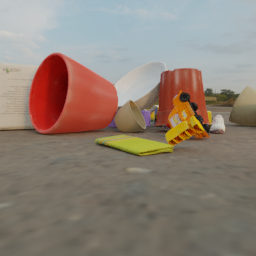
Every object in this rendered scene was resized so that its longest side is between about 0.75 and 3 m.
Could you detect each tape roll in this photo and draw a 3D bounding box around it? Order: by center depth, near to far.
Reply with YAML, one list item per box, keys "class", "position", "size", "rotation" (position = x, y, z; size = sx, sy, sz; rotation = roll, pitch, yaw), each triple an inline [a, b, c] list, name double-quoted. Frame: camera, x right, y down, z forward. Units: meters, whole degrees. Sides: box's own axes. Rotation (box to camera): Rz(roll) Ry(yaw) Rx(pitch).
- class: "tape roll"
  position: [-0.057, -0.446, 12.844]
  size: [2.164, 0.710, 2.164]
  rotation: [0, 5, 0]

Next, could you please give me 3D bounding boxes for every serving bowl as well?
- class: "serving bowl"
  position: [0.525, -1.511, 11.565]
  size: [2.818, 0.927, 2.818]
  rotation: [-27, 31, 17]

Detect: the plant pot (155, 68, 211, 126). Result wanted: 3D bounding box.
- class: "plant pot"
  position: [1.871, -1.027, 9.836]
  size: [1.931, 1.878, 1.931]
  rotation: [-2, -2, 0]

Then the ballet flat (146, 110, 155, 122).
- class: "ballet flat"
  position: [0.338, -0.795, 16.749]
  size: [2.553, 0.805, 0.876]
  rotation: [0, 6, 7]

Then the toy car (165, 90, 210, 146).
- class: "toy car"
  position: [1.195, -0.267, 6.846]
  size: [0.992, 1.463, 2.982]
  rotation: [-32, -14, 18]

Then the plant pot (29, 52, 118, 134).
- class: "plant pot"
  position: [-1.740, -0.980, 9.540]
  size: [2.283, 2.580, 2.580]
  rotation: [10, -4, -44]

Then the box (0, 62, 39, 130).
- class: "box"
  position: [-4.066, -1.236, 11.563]
  size: [2.842, 2.434, 2.828]
  rotation: [-1, 4, -26]

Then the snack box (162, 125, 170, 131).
- class: "snack box"
  position: [1.946, -0.045, 9.856]
  size: [0.915, 0.341, 1.287]
  rotation: [-3, 5, -32]

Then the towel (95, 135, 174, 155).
- class: "towel"
  position: [0.052, 0.363, 5.905]
  size: [0.822, 0.173, 1.911]
  rotation: [-8, 9, -30]

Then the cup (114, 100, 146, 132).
- class: "cup"
  position: [0.002, -0.299, 9.612]
  size: [0.796, 1.112, 1.112]
  rotation: [-28, -4, 17]

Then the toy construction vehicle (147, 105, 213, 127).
- class: "toy construction vehicle"
  position: [2.318, -0.589, 13.000]
  size: [2.355, 0.953, 2.705]
  rotation: [-1, 5, -18]

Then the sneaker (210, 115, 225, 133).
- class: "sneaker"
  position: [2.994, -0.141, 9.416]
  size: [0.453, 0.602, 1.210]
  rotation: [7, 7, 8]

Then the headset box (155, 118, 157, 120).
- class: "headset box"
  position: [1.696, -0.592, 14.422]
  size: [0.400, 0.750, 0.862]
  rotation: [2, 5, 25]

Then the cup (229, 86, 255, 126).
- class: "cup"
  position: [5.634, -0.815, 12.683]
  size: [1.301, 1.819, 1.819]
  rotation: [31, 19, 28]
